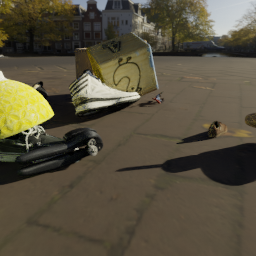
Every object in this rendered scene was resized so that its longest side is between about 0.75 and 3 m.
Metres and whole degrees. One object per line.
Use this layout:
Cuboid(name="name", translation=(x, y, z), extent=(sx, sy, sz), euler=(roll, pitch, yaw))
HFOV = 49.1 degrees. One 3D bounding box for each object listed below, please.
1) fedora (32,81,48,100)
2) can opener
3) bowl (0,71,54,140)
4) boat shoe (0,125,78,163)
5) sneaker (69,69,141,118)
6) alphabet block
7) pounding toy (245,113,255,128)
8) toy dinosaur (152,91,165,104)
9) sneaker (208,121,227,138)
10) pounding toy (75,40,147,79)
Cuboid(name="fedora", translation=(-3.853, -1.383, 12.072), extent=(0.608, 1.332, 1.332), euler=(34, 19, -3))
Cuboid(name="can opener", translation=(-1.448, 0.566, 6.222), extent=(2.088, 0.662, 0.821), euler=(-25, 23, -37))
Cuboid(name="bowl", translation=(-3.447, -0.552, 7.030), extent=(2.766, 1.488, 2.766), euler=(-18, 13, 4))
Cuboid(name="boat shoe", translation=(-2.349, 0.313, 6.707), extent=(2.278, 0.778, 0.841), euler=(1, 18, 4))
Cuboid(name="sneaker", translation=(-0.838, -1.471, 10.400), extent=(2.914, 1.677, 1.100), euler=(-14, -9, -41))
Cuboid(name="alphabet block", translation=(-0.257, -2.503, 11.859), extent=(2.182, 2.131, 2.143), euler=(-24, 37, -8))
Cuboid(name="pounding toy", translation=(4.684, -0.325, 7.236), extent=(2.907, 1.667, 1.662), euler=(-9, 15, -25))
Cuboid(name="toy dinosaur", translation=(1.322, -1.226, 12.402), extent=(0.953, 0.500, 0.864), euler=(-25, 2, 38))
Cuboid(name="sneaker", translation=(2.732, -0.035, 8.410), extent=(0.387, 0.415, 1.097), euler=(12, 21, 32))
Cuboid(name="pounding toy", translation=(-0.818, -2.995, 13.936), extent=(2.923, 2.690, 2.078), euler=(-15, 23, -40))
